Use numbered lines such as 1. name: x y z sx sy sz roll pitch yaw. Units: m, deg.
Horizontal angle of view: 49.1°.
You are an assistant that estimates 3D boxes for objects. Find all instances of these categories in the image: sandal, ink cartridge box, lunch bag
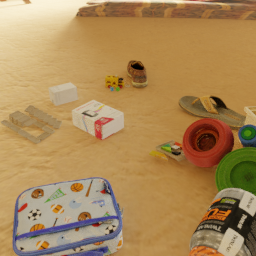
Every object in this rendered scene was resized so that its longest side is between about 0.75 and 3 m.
1. sandal: 3.160 -0.765 10.269 2.711 0.732 1.089 27 42 35
2. ink cartridge box: -1.038 -0.311 9.655 1.502 0.643 1.109 26 41 32
3. lunch bag: -1.195 1.959 5.915 2.261 0.854 1.812 -9 35 -11

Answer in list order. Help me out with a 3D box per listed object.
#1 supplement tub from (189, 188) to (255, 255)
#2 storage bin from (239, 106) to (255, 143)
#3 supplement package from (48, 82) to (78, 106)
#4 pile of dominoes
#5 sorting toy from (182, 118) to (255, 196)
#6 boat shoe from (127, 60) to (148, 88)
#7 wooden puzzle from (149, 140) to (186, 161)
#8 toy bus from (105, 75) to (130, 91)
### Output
1. supplement tub: 1.859 2.031 5.238 1.086 1.086 1.772 20 36 28
2. storage bin: 5.024 0.522 7.741 2.726 1.287 2.746 -5 32 -6
3. supplement package: -2.627 -1.388 11.391 0.989 0.592 0.600 -20 38 -28
4. pile of dominoes: -3.328 -0.103 9.837 1.877 0.299 1.463 26 39 22
5. sorting toy: 2.816 0.844 7.407 1.800 1.230 2.996 -44 49 6
6. boat shoe: 0.465 -2.798 13.365 0.910 0.854 2.527 -4 33 -6
7. wooden puzzle: 1.426 0.640 8.426 1.013 0.176 1.501 24 31 37
8. toy bus: -0.548 -2.119 12.606 1.026 0.530 0.968 -27 41 -35
